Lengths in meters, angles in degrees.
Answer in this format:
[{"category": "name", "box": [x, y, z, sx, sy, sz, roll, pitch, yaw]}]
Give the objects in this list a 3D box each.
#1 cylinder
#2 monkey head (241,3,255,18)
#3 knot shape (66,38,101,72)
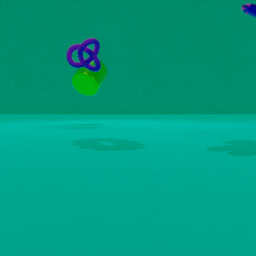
[{"category": "cylinder", "box": [-1.601, -2.155, 11.768, 1.165, 1.165, 1.165, 1, 44, 22]}, {"category": "monkey head", "box": [3.383, -2.983, 6.547, 1.217, 1.020, 1.692, 14, 22, -12]}, {"category": "knot shape", "box": [-1.384, -2.526, 9.493, 1.237, 1.157, 0.571, 23, 31, -19]}]
